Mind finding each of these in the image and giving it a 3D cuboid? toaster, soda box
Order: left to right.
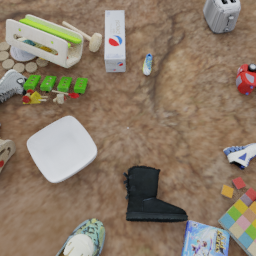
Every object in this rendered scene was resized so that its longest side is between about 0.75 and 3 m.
[{"bbox_3d":[-0.490,-3.347,10.749,0.764,0.818,2.401,-1,65,0],"label":"soda box"},{"bbox_3d":[3.736,-4.826,11.229,1.059,1.203,1.863,-10,65,-5],"label":"toaster"}]

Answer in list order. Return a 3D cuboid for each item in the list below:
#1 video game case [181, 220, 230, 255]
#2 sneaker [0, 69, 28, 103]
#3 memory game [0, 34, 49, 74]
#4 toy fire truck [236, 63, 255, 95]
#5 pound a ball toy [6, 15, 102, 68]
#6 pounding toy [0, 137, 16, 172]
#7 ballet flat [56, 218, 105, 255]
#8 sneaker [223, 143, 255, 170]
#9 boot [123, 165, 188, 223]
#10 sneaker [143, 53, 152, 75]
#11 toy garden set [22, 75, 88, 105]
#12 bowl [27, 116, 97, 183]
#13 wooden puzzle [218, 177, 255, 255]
[{"bbox_3d":[2.165,3.425,7.876,1.201,0.301,1.325,14,65,5],"label":"video game case"},{"bbox_3d":[-4.170,-1.272,9.894,1.001,0.650,1.733,24,66,8],"label":"sneaker"},{"bbox_3d":[-3.986,-3.051,10.988,2.267,0.144,2.267,0,66,0],"label":"memory game"},{"bbox_3d":[5.192,-1.027,9.728,2.896,0.706,2.042,14,66,6],"label":"toy fire truck"},{"bbox_3d":[-2.720,-3.206,10.554,2.959,1.257,1.930,23,36,10],"label":"pound a ball toy"},{"bbox_3d":[-4.413,0.783,8.724,1.210,1.206,2.110,17,85,8],"label":"pounding toy"},{"bbox_3d":[-1.590,3.708,7.361,1.090,1.090,2.937,30,69,13],"label":"ballet flat"},{"bbox_3d":[3.780,0.947,8.963,1.289,0.521,0.745,-9,69,3],"label":"sneaker"},{"bbox_3d":[0.792,1.966,8.368,1.939,0.717,1.589,2,62,2],"label":"boot"},{"bbox_3d":[0.736,-2.433,10.528,0.324,0.449,0.855,5,65,2],"label":"sneaker"},{"bbox_3d":[-2.527,-1.244,9.669,2.063,0.412,1.720,3,34,-2],"label":"toy garden set"},{"bbox_3d":[-2.033,0.729,8.930,1.817,0.679,1.819,-33,68,-14],"label":"bowl"},{"bbox_3d":[3.702,2.788,8.062,1.654,0.196,2.790,-33,69,-26],"label":"wooden puzzle"}]
